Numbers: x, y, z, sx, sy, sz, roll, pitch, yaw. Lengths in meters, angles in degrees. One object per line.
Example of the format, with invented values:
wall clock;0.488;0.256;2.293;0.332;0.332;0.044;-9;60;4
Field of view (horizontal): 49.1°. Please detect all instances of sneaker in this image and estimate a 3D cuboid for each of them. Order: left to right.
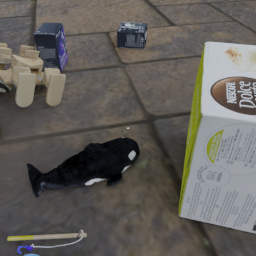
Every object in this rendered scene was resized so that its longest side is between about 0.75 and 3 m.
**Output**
sneaker;-4.375;-1.225;8.683;1.538;0.582;0.674;10;60;12

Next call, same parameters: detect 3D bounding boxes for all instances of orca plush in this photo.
orca plush;-0.913;0.586;6.139;2.543;0.904;1.338;-7;41;-8

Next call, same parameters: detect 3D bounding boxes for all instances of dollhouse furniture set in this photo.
dollhouse furniture set;-3.666;-1.291;8.301;2.688;1.749;2.469;-6;36;-41

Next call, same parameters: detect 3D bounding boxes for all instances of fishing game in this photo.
fishing game;-1.487;2.744;4.006;1.975;0.429;2.759;-5;33;-6

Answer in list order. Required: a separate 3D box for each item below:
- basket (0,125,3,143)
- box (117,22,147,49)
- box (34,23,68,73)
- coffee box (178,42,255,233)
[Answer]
basket;-3.566;-0.182;6.729;0.900;1.324;1.193;9;42;11
box;0.185;-3.814;11.529;1.122;0.708;1.142;4;40;7
box;-2.643;-2.798;9.754;0.737;1.413;1.045;3;40;3
coffee box;2.454;0.162;5.332;2.549;2.578;2.574;9;41;10
